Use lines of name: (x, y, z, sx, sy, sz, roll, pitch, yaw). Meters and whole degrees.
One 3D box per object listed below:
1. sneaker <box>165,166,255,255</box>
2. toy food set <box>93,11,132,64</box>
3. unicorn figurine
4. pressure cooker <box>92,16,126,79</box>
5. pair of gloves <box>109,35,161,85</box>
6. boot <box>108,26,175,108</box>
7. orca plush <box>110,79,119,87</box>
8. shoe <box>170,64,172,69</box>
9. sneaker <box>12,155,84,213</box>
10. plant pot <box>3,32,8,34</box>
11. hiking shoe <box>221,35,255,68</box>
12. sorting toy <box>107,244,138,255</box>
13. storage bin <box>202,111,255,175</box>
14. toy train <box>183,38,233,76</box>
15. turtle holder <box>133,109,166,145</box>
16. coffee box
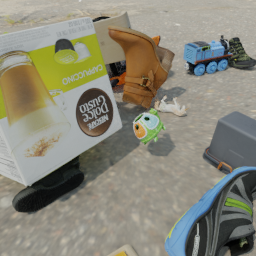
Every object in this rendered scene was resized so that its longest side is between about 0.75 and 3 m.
sneaker: (1.884, 1.699, 5.298, 2.857, 1.013, 1.184, -29, 63, -37)
toy food set: (-0.770, -2.773, 8.891, 1.901, 1.364, 0.574, -11, 37, 12)
unicorn figurine: (1.455, -0.701, 9.195, 1.216, 0.449, 0.835, -6, 42, 17)
pressure cooker: (-1.054, -3.064, 10.884, 2.115, 2.367, 2.082, -6, 34, -9)
pair of gloves: (0.195, -2.337, 10.174, 1.967, 2.208, 0.273, -29, 72, -27)
boot: (0.194, -1.766, 8.518, 2.621, 2.028, 0.966, 18, 12, -35)
orca plush: (-1.229, -1.479, 9.817, 2.563, 1.348, 0.911, 0, -13, 40)
shoe: (1.047, -2.081, 11.148, 0.734, 0.561, 2.100, 47, 52, 4)
sneaker: (-1.788, 1.119, 6.354, 1.946, 0.584, 1.015, -22, 39, -36)
plant pot: (-6.135, -4.089, 13.793, 0.977, 0.977, 0.898, 23, 51, 30)
hiking shoe: (4.786, -3.423, 12.513, 0.846, 1.125, 2.235, -18, 38, -25)
sorting toy: (-0.169, 2.529, 4.553, 1.147, 0.209, 1.062, -19, 38, -26)
storage bin: (2.764, 0.485, 6.687, 1.316, 1.215, 1.809, -23, 39, -30)
toy train: (3.356, -3.013, 11.756, 2.265, 1.294, 0.982, -15, 37, -21)
turtle holder: (0.534, -0.085, 6.865, 0.898, 0.637, 0.682, -45, 13, -11)
coffee box: (-2.228, -0.698, 6.450, 2.722, 2.692, 2.718, 4, 27, 44)
